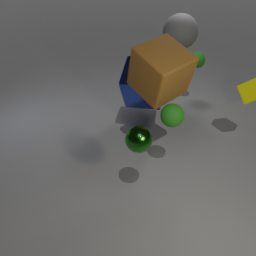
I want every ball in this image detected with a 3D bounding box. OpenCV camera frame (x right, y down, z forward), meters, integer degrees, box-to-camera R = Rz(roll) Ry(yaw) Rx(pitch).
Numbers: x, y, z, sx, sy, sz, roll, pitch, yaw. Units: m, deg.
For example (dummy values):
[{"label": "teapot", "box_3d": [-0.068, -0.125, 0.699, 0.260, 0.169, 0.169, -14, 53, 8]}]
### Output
[{"label": "ball", "box_3d": [3.080, -3.018, 12.470, 0.700, 0.700, 0.700, 0, 33, 0]}, {"label": "ball", "box_3d": [1.293, -0.370, 8.177, 0.700, 0.700, 0.700, 0, 33, 0]}, {"label": "ball", "box_3d": [2.101, -3.856, 11.235, 1.400, 1.400, 1.400, 0, 33, 0]}, {"label": "ball", "box_3d": [0.273, 0.281, 7.040, 0.700, 0.700, 0.700, 0, 33, 0]}]

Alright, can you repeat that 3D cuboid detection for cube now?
[{"label": "cube", "box_3d": [0.592, -1.677, 10.465, 1.400, 1.400, 1.400, 6, 60, 15]}, {"label": "cube", "box_3d": [0.979, -1.696, 8.370, 1.400, 1.400, 1.400, -30, 62, -26]}, {"label": "cube", "box_3d": [4.321, -1.302, 9.875, 0.700, 0.700, 0.700, -24, -2, 25]}]
